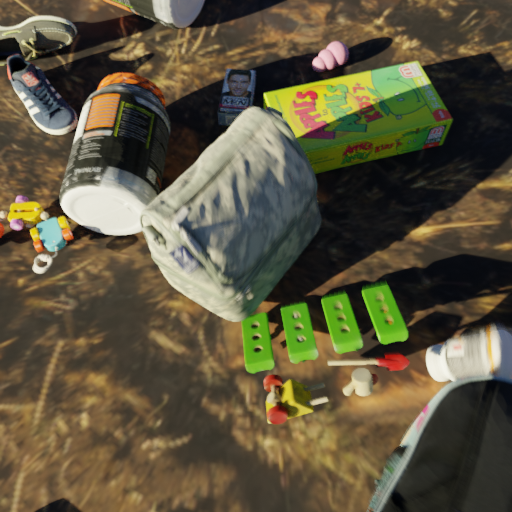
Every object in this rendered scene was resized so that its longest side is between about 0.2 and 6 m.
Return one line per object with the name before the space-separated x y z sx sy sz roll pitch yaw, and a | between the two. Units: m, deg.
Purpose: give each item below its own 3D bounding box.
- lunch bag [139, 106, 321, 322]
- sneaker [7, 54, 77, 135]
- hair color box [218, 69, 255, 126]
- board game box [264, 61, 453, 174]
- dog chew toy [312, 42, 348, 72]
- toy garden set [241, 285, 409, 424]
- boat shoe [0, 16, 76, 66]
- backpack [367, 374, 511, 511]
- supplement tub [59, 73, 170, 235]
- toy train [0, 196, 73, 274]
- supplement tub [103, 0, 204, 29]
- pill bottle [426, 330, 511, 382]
lunch bag | -0.379 -0.644 8.337 1.854 2.232 2.661 29 67 29
sneaker | -4.151 -3.101 10.649 0.731 0.824 1.949 -40 69 -19
hair color box | -0.367 -3.082 10.901 0.588 0.360 1.187 5 61 3
board game box | 1.820 -2.533 10.382 3.065 0.730 1.557 -14 62 -7
dog chew toy | 1.484 -4.004 11.369 0.776 0.483 0.483 -33 66 -7
toy garden set | 1.009 1.419 7.934 2.299 0.459 1.916 -13 36 3
boat shoe | -4.710 -4.307 11.373 2.140 0.765 0.640 -7 61 3
backpack | 2.703 3.114 6.222 2.877 2.440 3.241 26 59 17
supplement tub | -2.305 -1.758 9.504 1.544 1.544 2.520 3 61 2
toy train | -3.871 -0.281 9.332 1.721 0.479 1.293 21 65 15
supplement tub | -2.452 -5.945 11.786 2.571 1.575 1.575 27 65 13
pill bottle | 3.046 1.453 7.932 0.661 1.135 0.661 16 65 -38
